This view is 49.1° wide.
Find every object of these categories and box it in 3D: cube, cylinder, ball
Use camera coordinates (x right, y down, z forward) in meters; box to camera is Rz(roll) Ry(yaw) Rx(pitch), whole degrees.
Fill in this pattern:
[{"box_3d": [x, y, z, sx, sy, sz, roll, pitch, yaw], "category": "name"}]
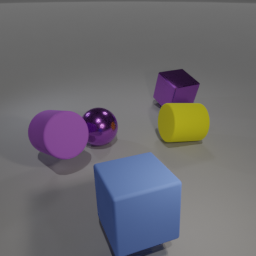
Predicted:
[{"box_3d": [0.160, 1.529, 5.915, 1.400, 1.400, 1.400, -10, 24, -18], "category": "cube"}, {"box_3d": [-2.135, 0.162, 8.527, 1.400, 1.400, 1.400, -21, 16, -34], "category": "cylinder"}, {"box_3d": [-1.059, -0.046, 10.151, 1.400, 1.400, 1.400, 0, 28, 0], "category": "ball"}, {"box_3d": [2.213, -1.741, 13.031, 1.400, 1.400, 1.400, -13, 45, -26], "category": "cube"}, {"box_3d": [2.006, -0.209, 10.265, 1.400, 1.400, 1.400, -2, 27, -19], "category": "cylinder"}]
